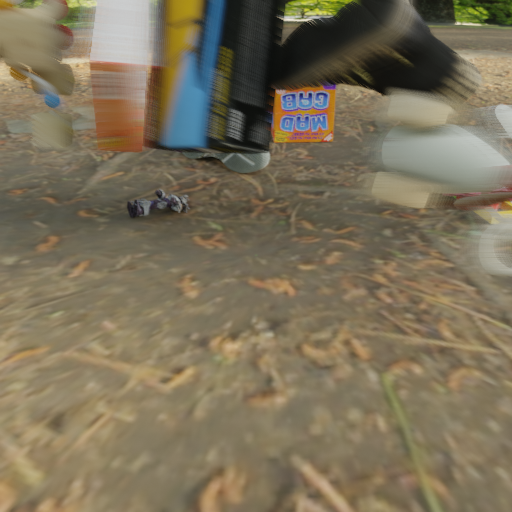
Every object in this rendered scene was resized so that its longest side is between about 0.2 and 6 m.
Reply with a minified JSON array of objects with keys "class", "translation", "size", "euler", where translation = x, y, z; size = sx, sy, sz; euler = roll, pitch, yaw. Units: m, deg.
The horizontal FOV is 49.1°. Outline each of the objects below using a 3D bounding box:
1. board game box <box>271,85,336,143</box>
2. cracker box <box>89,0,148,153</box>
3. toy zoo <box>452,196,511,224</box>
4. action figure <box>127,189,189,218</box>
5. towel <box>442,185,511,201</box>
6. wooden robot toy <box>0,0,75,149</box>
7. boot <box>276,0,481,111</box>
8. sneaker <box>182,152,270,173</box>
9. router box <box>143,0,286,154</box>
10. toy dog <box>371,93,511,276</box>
[{"class":"board game box","translation":[1.152,-3.894,14.524],"size":[1.522,1.522,1.523],"euler":[-1,28,-3]},{"class":"cracker box","translation":[-1.878,-2.857,7.884],"size":[0.675,1.568,2.341],"euler":[2,58,-10]},{"class":"toy zoo","translation":[4.606,-1.010,10.477],"size":[1.318,0.205,2.008],"euler":[-5,28,-10]},{"class":"action figure","translation":[-1.721,-0.957,10.198],"size":[1.170,0.406,0.761],"euler":[-17,24,-35]},{"class":"towel","translation":[4.321,-1.545,11.069],"size":[1.343,0.212,1.865],"euler":[6,28,11]},{"class":"wooden robot toy","translation":[-3.500,-3.085,8.167],"size":[1.364,3.006,1.324],"euler":[2,36,-1]},{"class":"boot","translation":[1.606,-2.631,8.018],"size":[2.025,0.984,2.690],"euler":[19,-15,-32]},{"class":"sneaker","translation":[-0.587,-2.562,12.685],"size":[2.635,0.927,1.056],"euler":[24,33,38]},{"class":"router box","translation":[-0.643,-3.140,8.203],"size":[0.822,3.217,2.400],"euler":[3,6,-38]},{"class":"toy dog","translation":[1.945,-0.837,5.227],"size":[2.022,1.334,0.974],"euler":[31,16,-12]}]
